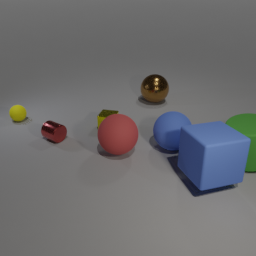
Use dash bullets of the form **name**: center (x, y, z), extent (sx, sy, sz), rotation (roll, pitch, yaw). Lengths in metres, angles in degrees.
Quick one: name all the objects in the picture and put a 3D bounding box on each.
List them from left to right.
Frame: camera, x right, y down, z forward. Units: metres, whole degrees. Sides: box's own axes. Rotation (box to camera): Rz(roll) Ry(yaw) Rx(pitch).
- **ball**: center (-4.736, -0.641, 12.056), extent (0.700, 0.700, 0.700), rotation (0, 29, 0)
- **cylinder**: center (-2.816, 0.130, 10.673), extent (0.700, 0.700, 0.700), rotation (19, 34, 30)
- **cube**: center (-0.800, -0.286, 11.432), extent (0.700, 0.700, 0.700), rotation (6, 28, 13)
- **ball**: center (-0.342, 0.214, 9.596), extent (1.400, 1.400, 1.400), rotation (0, 29, 0)
- **ball**: center (1.307, -1.926, 13.707), extent (1.400, 1.400, 1.400), rotation (0, 29, 0)
- **ball**: center (1.598, 0.104, 9.998), extent (1.400, 1.400, 1.400), rotation (0, 29, 0)
- **cube**: center (2.415, 0.748, 8.125), extent (1.400, 1.400, 1.400), rotation (-7, 25, -16)
- **cylinder**: center (3.904, 0.449, 9.097), extent (1.400, 1.400, 1.400), rotation (-9, 29, 5)
